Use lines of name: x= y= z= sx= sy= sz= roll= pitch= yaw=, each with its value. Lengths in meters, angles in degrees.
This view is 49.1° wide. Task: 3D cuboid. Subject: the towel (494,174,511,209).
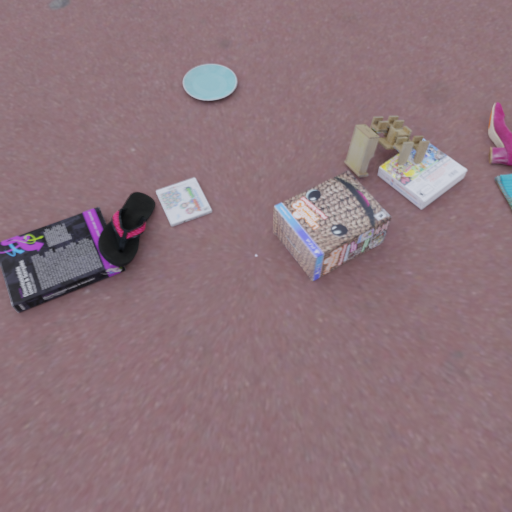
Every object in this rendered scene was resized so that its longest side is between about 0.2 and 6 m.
towel: x=6.045 y=-1.054 z=11.761 sx=1.394 sy=0.206 sz=1.901 roll=-9 pitch=58 yaw=-5

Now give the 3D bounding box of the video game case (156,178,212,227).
video game case: x=-1.539 y=-1.152 z=11.876 sx=0.906 sy=0.118 sz=0.995 roll=-21 pitch=60 yaw=-13

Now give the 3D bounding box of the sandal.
sandal: x=-2.515 y=-0.650 z=11.053 sx=0.778 sy=0.467 sz=2.073 roll=26 pitch=46 yaw=-12

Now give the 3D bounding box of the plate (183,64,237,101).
plate: x=-1.140 y=-4.259 z=13.871 sx=1.335 sy=0.171 sz=1.335 roll=0 pitch=58 yaw=0

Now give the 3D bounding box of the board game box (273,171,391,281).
board game box: x=1.461 y=-0.618 z=11.070 sx=1.801 sy=0.872 sz=1.436 roll=-28 pitch=61 yaw=-17

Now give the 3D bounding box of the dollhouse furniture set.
dollhouse furniture set: x=2.784 y=-2.338 z=12.252 sx=1.418 sy=0.942 sz=1.243 roll=-8 pitch=42 yaw=-24

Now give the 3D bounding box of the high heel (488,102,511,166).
high heel: x=5.688 y=-2.764 z=12.614 sx=0.795 sy=0.558 sz=1.657 roll=4 pitch=61 yaw=15

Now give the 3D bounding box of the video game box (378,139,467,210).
video game box: x=3.597 y=-1.810 z=12.177 sx=1.418 sy=0.332 sz=1.292 roll=-34 pitch=64 yaw=-20

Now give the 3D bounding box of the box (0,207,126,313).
box: x=-3.838 y=0.036 z=10.948 sx=2.157 sy=0.389 sz=1.542 roll=-21 pitch=60 yaw=-15
